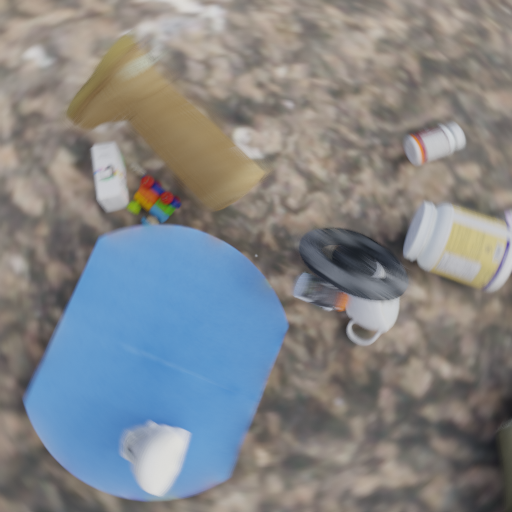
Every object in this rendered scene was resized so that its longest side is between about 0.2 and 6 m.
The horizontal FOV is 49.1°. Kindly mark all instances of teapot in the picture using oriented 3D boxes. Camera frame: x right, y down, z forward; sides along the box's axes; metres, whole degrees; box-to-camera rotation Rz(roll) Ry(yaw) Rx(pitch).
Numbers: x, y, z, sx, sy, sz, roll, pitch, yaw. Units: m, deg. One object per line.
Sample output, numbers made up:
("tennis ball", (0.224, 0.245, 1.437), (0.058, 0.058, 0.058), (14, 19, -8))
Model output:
("teapot", (2.153, 0.814, 11.031), (1.037, 1.401, 1.419), (-4, 52, 32))

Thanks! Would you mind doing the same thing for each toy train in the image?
("toy train", (-2.422, -1.272, 11.807), (1.538, 0.651, 0.890), (39, 93, 9))

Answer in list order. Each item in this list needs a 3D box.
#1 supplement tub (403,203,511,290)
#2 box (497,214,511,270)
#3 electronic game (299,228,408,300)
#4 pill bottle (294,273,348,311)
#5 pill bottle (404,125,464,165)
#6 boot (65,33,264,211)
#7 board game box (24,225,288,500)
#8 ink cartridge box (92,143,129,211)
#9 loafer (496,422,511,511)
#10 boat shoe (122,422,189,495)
("supplement tub", (4.021, -0.224, 11.119), (1.863, 1.354, 1.354), (19, 77, 5))
("box", (5.704, 0.566, 11.313), (0.627, 0.586, 3.027), (-14, 76, -3))
("electronic game", (1.657, 0.107, 9.537), (1.943, 1.943, 0.404), (23, 120, 5))
("pill bottle", (1.129, 0.648, 9.600), (0.871, 0.462, 0.462), (23, 77, -9))
("pill bottle", (3.826, -2.410, 12.044), (1.117, 0.612, 0.612), (-20, 77, -5))
("boot", (-1.939, -2.231, 11.179), (3.502, 3.067, 1.158), (44, 62, -17))
("board game box", (-1.794, 1.982, 10.832), (3.971, 0.979, 5.026), (22, 83, 1))
("ink cartridge box", (-3.039, -1.632, 11.727), (0.491, 0.847, 1.170), (-10, 76, -2))
("loafer", (4.972, 3.586, 10.337), (1.225, 1.322, 3.517), (20, 71, 15))
("boat shoe", (-1.664, 3.040, 8.843), (0.880, 2.568, 0.925), (15, 84, 4))
